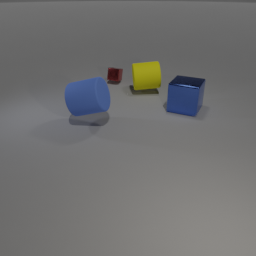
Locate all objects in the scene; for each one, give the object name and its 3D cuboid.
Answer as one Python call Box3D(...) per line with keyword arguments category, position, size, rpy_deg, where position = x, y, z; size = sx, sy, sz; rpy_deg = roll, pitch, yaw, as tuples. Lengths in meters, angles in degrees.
Box3D(category="cube", position=(2.702, -1.522, 13.050), size=(1.400, 1.400, 1.400), rpy_deg=(12, 30, 22))
Box3D(category="cube", position=(-0.764, -3.176, 16.524), size=(0.700, 0.700, 0.700), rpy_deg=(12, 17, 14))
Box3D(category="cylinder", position=(-1.617, -1.263, 11.390), size=(1.400, 1.400, 1.400), rpy_deg=(-8, 25, 19))
Box3D(category="cylinder", position=(0.968, -2.780, 14.920), size=(1.400, 1.400, 1.400), rpy_deg=(-6, 28, -1))
